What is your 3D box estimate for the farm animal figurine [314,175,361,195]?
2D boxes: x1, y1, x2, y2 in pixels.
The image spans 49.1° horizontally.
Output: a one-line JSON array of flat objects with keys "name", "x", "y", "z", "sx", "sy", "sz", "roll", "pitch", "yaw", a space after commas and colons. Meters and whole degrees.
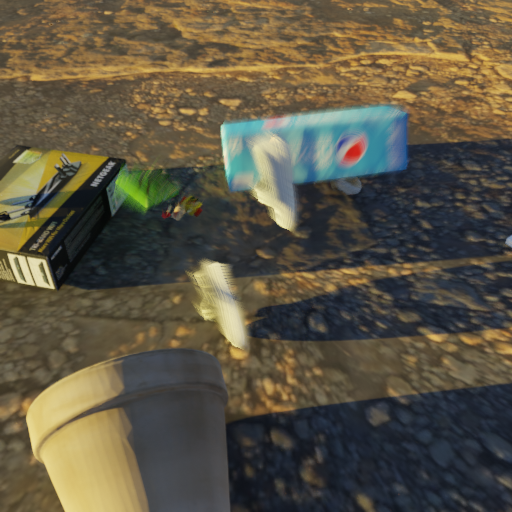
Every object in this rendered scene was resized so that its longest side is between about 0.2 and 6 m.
[{"name": "farm animal figurine", "x": 1.665, "y": -2.334, "z": 13.798, "sx": 1.934, "sy": 1.020, "sz": 1.956, "roll": 18, "pitch": 48, "yaw": -4}]

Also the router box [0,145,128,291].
[{"name": "router box", "x": -4.809, "y": -0.993, "z": 12.197, "sx": 2.878, "sy": 0.956, "sz": 3.661, "roll": 9, "pitch": 41, "yaw": 10}]

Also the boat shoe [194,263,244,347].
[{"name": "boat shoe", "x": -0.688, "y": 0.942, "z": 10.217, "sx": 0.587, "sy": 0.652, "sz": 1.845, "roll": -21, "pitch": 48, "yaw": -2}]

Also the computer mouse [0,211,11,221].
[{"name": "computer mouse", "x": -5.494, "y": -1.071, "z": 11.317, "sx": 0.803, "sy": 0.321, "sz": 1.464, "roll": -21, "pitch": 50, "yaw": -16}]

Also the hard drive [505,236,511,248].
[{"name": "hard drive", "x": 6.143, "y": -0.109, "z": 11.782, "sx": 0.934, "sy": 0.189, "sz": 1.416, "roll": -25, "pitch": 47, "yaw": -25}]

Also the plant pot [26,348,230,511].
[{"name": "plant pot", "x": -1.378, "y": 2.749, "z": 6.996, "sx": 2.582, "sy": 2.582, "sz": 2.240, "roll": -13, "pitch": 58, "yaw": -14}]

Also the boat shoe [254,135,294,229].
[{"name": "boat shoe", "x": 0.315, "y": -1.400, "z": 11.048, "sx": 0.717, "sy": 2.014, "sz": 0.703, "roll": -12, "pitch": 35, "yaw": -5}]

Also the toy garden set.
[{"name": "toy garden set", "x": -1.932, "y": -1.324, "z": 11.919, "sx": 1.512, "sy": 0.362, "sz": 1.814, "roll": 39, "pitch": 18, "yaw": 0}]

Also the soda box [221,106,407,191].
[{"name": "soda box", "x": 1.198, "y": -2.320, "z": 11.931, "sx": 3.764, "sy": 1.208, "sz": 1.277, "roll": -7, "pitch": 22, "yaw": -3}]
